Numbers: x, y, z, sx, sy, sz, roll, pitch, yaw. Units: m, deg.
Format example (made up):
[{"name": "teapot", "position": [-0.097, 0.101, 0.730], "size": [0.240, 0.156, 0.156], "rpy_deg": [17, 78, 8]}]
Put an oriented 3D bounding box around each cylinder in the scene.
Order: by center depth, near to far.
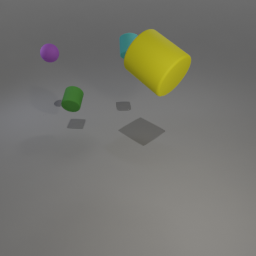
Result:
[{"name": "cylinder", "position": [0.836, -1.866, 8.076], "size": [1.400, 1.400, 1.400], "rpy_deg": [43, 48, 19]}, {"name": "cylinder", "position": [0.051, -2.925, 10.062], "size": [0.700, 0.700, 0.700], "rpy_deg": [-3, -11, -1]}, {"name": "cylinder", "position": [-2.043, -1.065, 10.335], "size": [0.700, 0.700, 0.700], "rpy_deg": [3, 56, 5]}]

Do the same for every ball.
[{"name": "ball", "position": [-2.994, -2.866, 10.716], "size": [0.700, 0.700, 0.700], "rpy_deg": [0, 31, 0]}]
